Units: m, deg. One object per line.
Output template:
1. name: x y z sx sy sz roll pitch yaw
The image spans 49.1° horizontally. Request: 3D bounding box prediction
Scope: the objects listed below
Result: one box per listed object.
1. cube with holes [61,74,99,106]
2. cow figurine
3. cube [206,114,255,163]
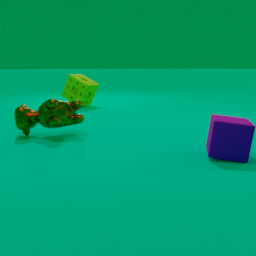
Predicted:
1. cube with holes: -2.000 -1.598 11.781 0.978 0.978 0.978 31 21 14
2. cow figurine: -2.018 -0.293 7.013 1.493 0.820 1.469 -6 -3 -45
3. cube: 1.961 0.181 5.461 0.724 0.724 0.724 8 14 10
